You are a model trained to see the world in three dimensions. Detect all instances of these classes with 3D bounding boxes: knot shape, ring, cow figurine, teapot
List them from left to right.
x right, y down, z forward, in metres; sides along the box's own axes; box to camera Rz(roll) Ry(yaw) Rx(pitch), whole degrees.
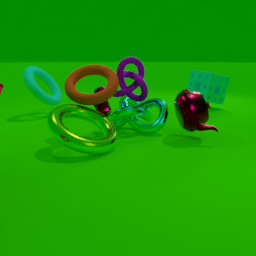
[{"bbox_3d":[-3.188,-1.578,10.534,0.346,1.730,1.730,-35,5,18],"label":"ring"},{"bbox_3d":[-1.068,-0.005,6.788,1.776,0.355,1.776,20,29,-11],"label":"ring"},{"bbox_3d":[-0.992,-1.204,7.650,1.494,0.299,1.494,-2,51,3],"label":"ring"},{"bbox_3d":[-0.922,-0.954,10.360,0.652,1.188,1.169,-26,-1,23],"label":"cow figurine"},{"bbox_3d":[0.042,-1.460,8.238,1.335,1.249,0.617,15,11,13],"label":"knot shape"},{"bbox_3d":[0.261,-0.474,8.599,1.859,0.859,1.740,-4,21,0],"label":"knot shape"},{"bbox_3d":[1.793,-0.451,7.542,0.885,1.124,1.808,-17,47,-1],"label":"teapot"}]

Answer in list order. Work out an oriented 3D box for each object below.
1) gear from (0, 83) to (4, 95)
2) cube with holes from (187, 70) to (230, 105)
[{"bbox_3d":[-2.372,0.208,4.115,0.361,1.953,1.953,22,5,-24],"label":"gear"},{"bbox_3d":[3.385,-1.739,11.982,1.176,1.176,1.176,4,13,-33],"label":"cube with holes"}]
